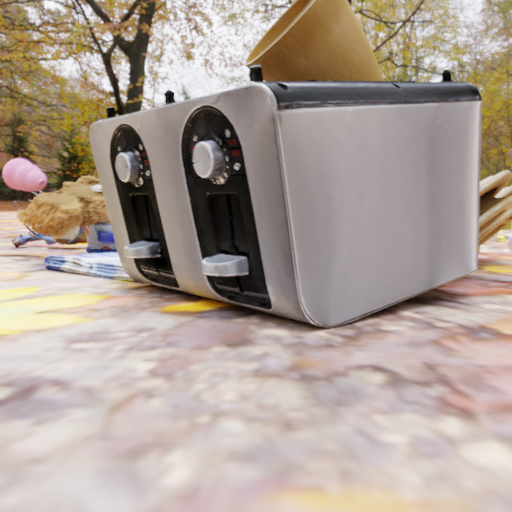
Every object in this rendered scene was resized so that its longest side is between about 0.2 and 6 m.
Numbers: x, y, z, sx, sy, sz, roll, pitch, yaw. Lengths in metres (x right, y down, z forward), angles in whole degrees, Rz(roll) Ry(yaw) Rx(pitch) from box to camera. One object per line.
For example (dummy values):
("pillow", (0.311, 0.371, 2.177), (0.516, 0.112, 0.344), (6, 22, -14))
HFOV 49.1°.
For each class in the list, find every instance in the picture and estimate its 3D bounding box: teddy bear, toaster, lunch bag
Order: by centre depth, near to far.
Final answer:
("toaster", (0.430, -0.794, 6.379), (3.672, 2.179, 3.321), (-14, 14, -38))
("teddy bear", (-3.023, -0.806, 9.771), (1.753, 0.807, 2.418), (8, 20, -7))
("lunch bag", (-2.218, -0.367, 10.595), (1.977, 0.747, 1.584), (0, 10, 5))

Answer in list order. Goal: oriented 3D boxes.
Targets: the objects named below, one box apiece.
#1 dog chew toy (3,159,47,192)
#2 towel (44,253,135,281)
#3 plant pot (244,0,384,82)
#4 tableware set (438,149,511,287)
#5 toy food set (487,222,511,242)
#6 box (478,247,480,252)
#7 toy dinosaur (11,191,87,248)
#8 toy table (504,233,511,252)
("dog chew toy", (-3.897, -1.335, 9.517), (0.857, 0.533, 0.533), (21, 17, 31))
("towel", (-1.821, 0.103, 8.296), (2.250, 0.268, 1.653), (4, 6, 36))
("plant pot", (0.978, -2.654, 7.866), (1.726, 1.608, 1.608), (42, -11, -21))
("tableware set", (3.300, -0.397, 8.118), (2.354, 0.714, 3.561), (-45, -19, 24))
("toy food set", (5.837, -0.630, 14.700), (1.304, 0.549, 1.818), (5, 16, 35))
("box", (3.801, -0.634, 12.290), (0.993, 0.911, 2.834), (0, 5, -5))
("toy dinosaur", (-4.233, -0.372, 11.952), (1.973, 2.175, 1.142), (-27, 20, 37))
("toy table", (5.071, -0.315, 10.290), (0.900, 0.827, 0.527), (6, 24, 11))
